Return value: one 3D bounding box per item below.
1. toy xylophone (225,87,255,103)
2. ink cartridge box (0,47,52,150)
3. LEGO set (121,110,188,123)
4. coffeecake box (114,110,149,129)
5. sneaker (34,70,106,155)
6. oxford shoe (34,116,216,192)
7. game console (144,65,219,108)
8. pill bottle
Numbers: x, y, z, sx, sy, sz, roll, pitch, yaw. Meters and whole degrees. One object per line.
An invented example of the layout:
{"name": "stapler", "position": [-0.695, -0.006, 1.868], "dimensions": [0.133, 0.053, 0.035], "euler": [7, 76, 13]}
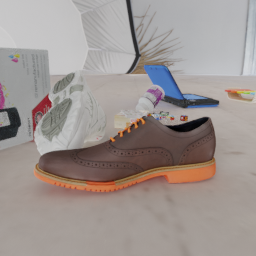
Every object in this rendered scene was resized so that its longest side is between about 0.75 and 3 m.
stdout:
{"name": "toy xylophone", "position": [5.538, -1.496, 12.693], "dimensions": [1.597, 0.548, 2.181], "euler": [-5, 14, -24]}
{"name": "ink cartridge box", "position": [-2.855, -0.559, 5.459], "dimensions": [1.125, 1.980, 2.717], "euler": [7, 16, 28]}
{"name": "LEGO set", "position": [0.669, -0.249, 7.300], "dimensions": [1.631, 0.400, 1.218], "euler": [1, 10, -10]}
{"name": "coffeecake box", "position": [0.120, -0.250, 7.726], "dimensions": [0.748, 0.356, 0.974], "euler": [3, 13, 15]}
{"name": "sneaker", "position": [-0.908, -0.108, 5.576], "dimensions": [1.076, 1.372, 2.762], "euler": [-30, 31, 18]}
{"name": "oxford shoe", "position": [0.015, 0.278, 4.079], "dimensions": [2.668, 0.968, 0.950], "euler": [-4, 14, -16]}
{"name": "game console", "position": [2.162, -1.839, 11.770], "dimensions": [2.379, 1.649, 2.787], "euler": [-4, 14, -14]}
{"name": "pill bottle", "position": [0.656, -0.829, 8.476], "dimensions": [0.531, 0.531, 0.946], "euler": [13, 53, 45]}
